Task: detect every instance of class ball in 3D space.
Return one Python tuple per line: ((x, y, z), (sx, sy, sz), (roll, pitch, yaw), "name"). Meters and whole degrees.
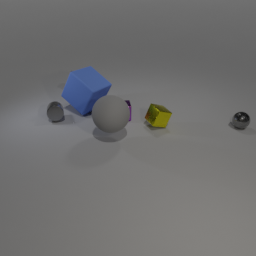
((4.617, -0.320, 11.428), (0.700, 0.700, 0.700), (0, 29, 0), "ball")
((-0.629, -0.515, 10.302), (1.400, 1.400, 1.400), (0, 29, 0), "ball")

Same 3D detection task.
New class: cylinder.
((-3.145, -0.727, 12.103), (0.700, 0.700, 0.700), (-7, 22, -13), "cylinder")

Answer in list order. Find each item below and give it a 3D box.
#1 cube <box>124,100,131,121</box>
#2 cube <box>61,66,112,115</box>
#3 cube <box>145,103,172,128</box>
((-0.238, -0.756, 12.242), (0.700, 0.700, 0.700), (-3, 28, -6), "cube")
((-1.863, -1.704, 12.585), (1.400, 1.400, 1.400), (41, 38, 11), "cube")
((1.236, -0.507, 11.469), (0.700, 0.700, 0.700), (6, 27, -35), "cube")
